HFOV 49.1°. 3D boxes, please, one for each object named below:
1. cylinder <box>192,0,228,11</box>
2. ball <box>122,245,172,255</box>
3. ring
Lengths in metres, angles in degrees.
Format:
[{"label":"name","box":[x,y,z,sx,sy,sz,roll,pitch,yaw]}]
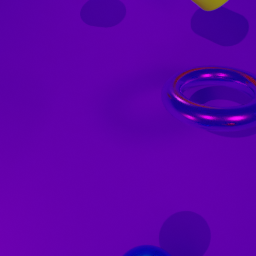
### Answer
[{"label":"cylinder","box":[1.541,-3.203,5.652,1.167,1.167,1.167,23,70,-28]},{"label":"ball","box":[0.293,2.326,4.169,1.088,1.088,1.088,0,72,0]},{"label":"ring","box":[1.603,-0.609,5.107,1.989,0.398,1.989,-3,36,2]}]
